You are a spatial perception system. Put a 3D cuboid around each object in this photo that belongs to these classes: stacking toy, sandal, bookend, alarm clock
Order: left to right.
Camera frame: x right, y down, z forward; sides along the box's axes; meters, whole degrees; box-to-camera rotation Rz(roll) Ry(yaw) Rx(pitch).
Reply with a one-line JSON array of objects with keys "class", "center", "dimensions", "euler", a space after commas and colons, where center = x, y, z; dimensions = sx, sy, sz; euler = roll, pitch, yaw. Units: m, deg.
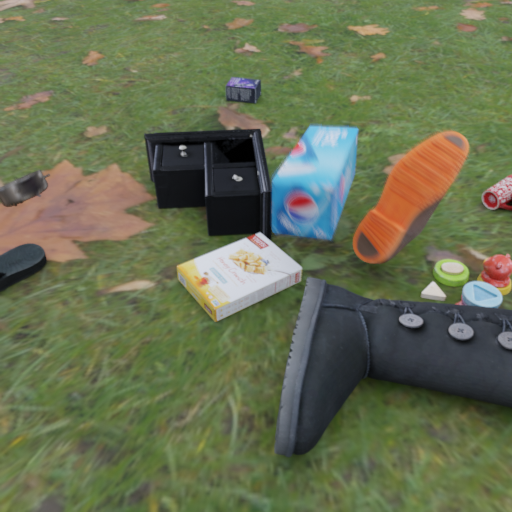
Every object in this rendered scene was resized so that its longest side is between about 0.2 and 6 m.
[{"class": "sandal", "center": [-5.049, 0.386, 10.122], "dimensions": [0.972, 0.619, 2.586], "euler": [24, 45, 26]}, {"class": "alarm clock", "center": [-3.287, -0.916, 7.801], "dimensions": [0.984, 0.327, 0.663], "euler": [1, 31, 45]}, {"class": "bookend", "center": [-1.091, -1.548, 12.001], "dimensions": [2.659, 1.225, 2.642], "euler": [-3, 40, -3]}, {"class": "stacking toy", "center": [3.834, 0.412, 10.072], "dimensions": [1.390, 0.648, 1.535], "euler": [22, 44, 24]}]

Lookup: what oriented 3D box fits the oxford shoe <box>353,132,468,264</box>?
[{"class": "oxford shoe", "center": [2.833, -1.019, 10.164], "dimensions": [0.971, 2.724, 0.993], "euler": [48, 20, 28]}]

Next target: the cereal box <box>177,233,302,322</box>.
[{"class": "cereal box", "center": [-0.307, 0.329, 10.374], "dimensions": [1.918, 0.379, 1.380], "euler": [-24, 45, -27]}]

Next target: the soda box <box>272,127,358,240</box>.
[{"class": "soda box", "center": [1.153, -1.460, 10.305], "dimensions": [1.038, 0.982, 3.061], "euler": [7, 30, 15]}]

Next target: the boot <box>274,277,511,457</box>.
[{"class": "boot", "center": [2.397, 1.774, 8.093], "dimensions": [3.882, 1.274, 3.199], "euler": [12, 43, 7]}]

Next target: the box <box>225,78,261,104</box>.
[{"class": "box", "center": [-0.374, -4.932, 16.686], "dimensions": [0.932, 0.486, 0.690], "euler": [8, 39, 10]}]

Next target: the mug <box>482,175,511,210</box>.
[{"class": "mug", "center": [5.490, -1.338, 12.289], "dimensions": [0.844, 0.563, 0.749], "euler": [-25, 44, -23]}]
